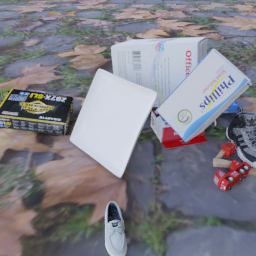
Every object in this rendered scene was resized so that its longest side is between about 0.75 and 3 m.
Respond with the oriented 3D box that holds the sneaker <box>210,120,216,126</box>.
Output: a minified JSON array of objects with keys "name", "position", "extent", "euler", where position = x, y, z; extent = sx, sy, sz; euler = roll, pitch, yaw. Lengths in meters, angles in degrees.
[{"name":"sneaker","position":[2.702,-0.260,9.753],"extent":[0.349,0.310,0.827],"euler":[-12,27,-22]}]

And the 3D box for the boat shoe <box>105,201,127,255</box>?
[{"name":"boat shoe","position":[-0.309,2.185,6.155],"extent":[0.456,0.466,1.308],"euler":[-6,36,-8]}]

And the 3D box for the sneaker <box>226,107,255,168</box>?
[{"name":"sneaker","position":[3.631,0.209,8.319],"extent":[0.780,1.177,2.068],"euler":[-6,36,-8]}]

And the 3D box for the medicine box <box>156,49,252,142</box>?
[{"name":"medicine box","position":[2.079,-0.828,7.387],"extent":[1.133,2.005,2.201],"euler":[48,22,14]}]

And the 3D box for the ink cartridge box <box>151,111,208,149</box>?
[{"name":"ink cartridge box","position":[1.698,-0.060,9.160],"extent":[1.542,0.647,1.354],"euler":[-9,37,-14]}]

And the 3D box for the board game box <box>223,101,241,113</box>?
[{"name":"board game box","position":[3.339,-0.845,10.388],"extent":[1.333,0.300,1.014],"euler":[-1,22,-1]}]

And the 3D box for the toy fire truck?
[{"name":"toy fire truck","position":[2.783,1.046,7.845],"extent":[1.515,0.369,1.068],"euler":[-25,42,-30]}]

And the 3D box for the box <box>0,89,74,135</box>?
[{"name":"box","position":[-3.139,-0.591,9.708],"extent":[2.263,0.558,1.807],"euler":[7,33,-6]}]

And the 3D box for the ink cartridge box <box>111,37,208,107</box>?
[{"name":"ink cartridge box","position":[1.231,-2.042,10.046],"extent":[2.960,2.151,2.141],"euler":[6,24,23]}]

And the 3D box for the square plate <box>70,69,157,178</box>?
[{"name":"square plate","position":[-0.481,-0.232,8.140],"extent":[2.465,2.489,0.354],"euler":[30,10,38]}]

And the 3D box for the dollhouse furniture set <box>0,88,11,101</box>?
[{"name":"dollhouse furniture set","position":[-4.078,-0.865,10.298],"extent":[0.832,0.643,1.665],"euler":[-26,43,-31]}]
